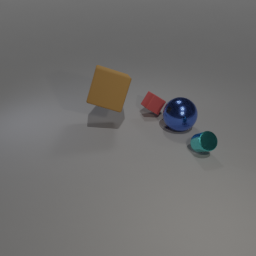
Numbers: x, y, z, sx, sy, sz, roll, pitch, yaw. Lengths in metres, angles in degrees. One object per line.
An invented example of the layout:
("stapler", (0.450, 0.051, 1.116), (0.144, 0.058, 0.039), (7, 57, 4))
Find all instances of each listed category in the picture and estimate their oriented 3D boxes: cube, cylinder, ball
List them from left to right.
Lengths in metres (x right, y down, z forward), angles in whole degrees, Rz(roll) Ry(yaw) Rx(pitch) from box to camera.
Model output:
("cube", (-0.780, -1.598, 11.179), (1.400, 1.400, 1.400), (16, 14, -10))
("cube", (1.132, -1.128, 12.583), (0.700, 0.700, 0.700), (27, 9, -28))
("ball", (2.126, -0.557, 11.430), (1.400, 1.400, 1.400), (0, 29, 0))
("cylinder", (2.664, 0.495, 9.855), (0.700, 0.700, 0.700), (-8, -7, -15))
